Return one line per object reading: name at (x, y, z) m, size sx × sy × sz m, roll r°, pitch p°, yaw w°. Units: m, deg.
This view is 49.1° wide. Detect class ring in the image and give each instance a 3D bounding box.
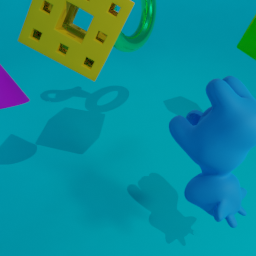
ring at (0.047, -2.818, 6.673) m, size 0.396 × 1.979 × 1.979 m, roll 18°, pitch 38°, yaw 35°

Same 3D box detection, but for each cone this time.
cone at (-2.546, -0.964, 5.259) m, size 1.123 × 1.127 × 1.123 m, roll -8°, pitch 15°, yaw 2°

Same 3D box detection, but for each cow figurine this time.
cow figurine at (1.292, 0.362, 3.713) m, size 0.908 × 1.654 × 1.628 m, roll -18°, pitch 67°, yaw -45°

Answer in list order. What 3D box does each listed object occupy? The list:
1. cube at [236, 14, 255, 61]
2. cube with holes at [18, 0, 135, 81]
cube at (2.683, -1.699, 4.945) m, size 0.894 × 0.894 × 0.894 m, roll 41°, pitch 60°, yaw 17°
cube with holes at (-0.814, -1.901, 4.940) m, size 1.373 × 1.373 × 1.373 m, roll 27°, pitch 22°, yaw -10°
